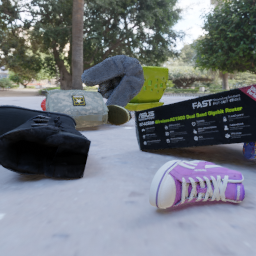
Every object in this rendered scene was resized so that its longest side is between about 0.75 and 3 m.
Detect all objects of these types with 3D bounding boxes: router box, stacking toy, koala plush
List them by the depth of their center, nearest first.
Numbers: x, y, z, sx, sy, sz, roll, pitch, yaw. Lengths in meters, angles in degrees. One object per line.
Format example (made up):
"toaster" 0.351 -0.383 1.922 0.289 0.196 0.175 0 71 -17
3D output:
"router box" 1.896 -0.197 5.645 2.172 0.900 2.898 -7 -1 -44
"koala plush" -0.612 -2.073 13.284 2.553 2.463 2.778 -40 6 -8
"stacking toy" -4.403 -1.482 16.477 1.279 1.279 2.996 -1 15 -4

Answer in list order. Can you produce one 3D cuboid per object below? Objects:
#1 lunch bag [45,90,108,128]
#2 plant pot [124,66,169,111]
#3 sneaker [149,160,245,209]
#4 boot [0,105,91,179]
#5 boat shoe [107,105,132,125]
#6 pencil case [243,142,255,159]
"lunch bag" -1.800 -0.631 9.446 1.825 1.308 2.225 -2 14 -21
"plant pot" 0.591 -2.418 17.328 2.878 2.612 2.864 -7 12 -43
"sneaker" 0.873 0.646 3.185 0.770 0.489 1.350 11 14 42
"boot" -2.027 0.201 5.146 2.394 0.953 2.905 -4 13 -14
"boat shoe" -0.539 -0.523 10.534 0.689 0.749 2.096 -13 10 -41
"pencil case" 2.706 0.369 5.304 0.994 0.432 0.388 -2 26 -8
